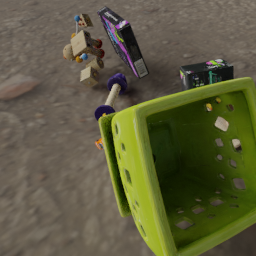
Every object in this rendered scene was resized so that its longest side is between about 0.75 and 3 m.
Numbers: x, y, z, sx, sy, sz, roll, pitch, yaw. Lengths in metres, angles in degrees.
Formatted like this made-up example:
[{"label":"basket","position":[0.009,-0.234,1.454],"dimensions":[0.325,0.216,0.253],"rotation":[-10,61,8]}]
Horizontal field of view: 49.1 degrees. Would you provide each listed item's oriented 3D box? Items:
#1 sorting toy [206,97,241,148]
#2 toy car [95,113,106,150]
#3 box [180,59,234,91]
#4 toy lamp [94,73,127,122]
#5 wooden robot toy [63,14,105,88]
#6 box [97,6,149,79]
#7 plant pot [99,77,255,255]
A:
[{"label":"sorting toy","position":[3.148,-0.484,7.964],"dimensions":[2.201,0.401,2.038],"rotation":[-20,46,-20]},{"label":"toy car","position":[-0.615,0.137,6.766],"dimensions":[0.435,0.886,0.295],"rotation":[-15,27,-12]},{"label":"box","position":[2.317,-1.458,8.338],"dimensions":[1.341,0.833,0.996],"rotation":[-10,25,3]},{"label":"toy lamp","position":[-0.437,-0.966,8.188],"dimensions":[0.663,0.663,2.276],"rotation":[7,34,7]},{"label":"wooden robot toy","position":[-1.611,-2.543,9.633],"dimensions":[1.244,1.208,2.741],"rotation":[-21,72,30]},{"label":"box","position":[-0.195,-2.815,9.068],"dimensions":[0.434,1.721,2.407],"rotation":[-29,39,-1]},{"label":"plant pot","position":[0.800,0.521,4.791],"dimensions":[2.233,2.222,2.026],"rotation":[-16,7,-25]}]
